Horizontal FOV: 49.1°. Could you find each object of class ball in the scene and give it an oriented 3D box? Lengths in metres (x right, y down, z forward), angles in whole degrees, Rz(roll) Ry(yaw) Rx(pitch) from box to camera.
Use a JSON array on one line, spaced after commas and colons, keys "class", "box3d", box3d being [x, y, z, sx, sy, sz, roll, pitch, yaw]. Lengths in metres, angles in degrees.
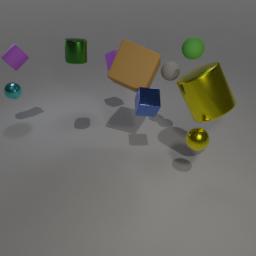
[{"class": "ball", "box3d": [2.075, 0.330, 8.360, 0.700, 0.700, 0.700, 0, 31, 0]}, {"class": "ball", "box3d": [-4.748, -1.529, 11.567, 0.700, 0.700, 0.700, 0, 31, 0]}, {"class": "ball", "box3d": [2.050, -2.510, 8.818, 0.700, 0.700, 0.700, 0, 31, 0]}, {"class": "ball", "box3d": [1.557, -2.087, 10.293, 0.700, 0.700, 0.700, 0, 31, 0]}]

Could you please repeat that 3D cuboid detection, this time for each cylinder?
[{"class": "cylinder", "box3d": [-4.180, -2.615, 10.393, 0.700, 0.700, 0.700, -48, 45, -5]}, {"class": "cylinder", "box3d": [-1.650, -2.446, 8.883, 0.700, 0.700, 0.700, 3, 25, -1]}, {"class": "cylinder", "box3d": [2.418, -1.107, 8.693, 1.400, 1.400, 1.400, -27, 15, 8]}]

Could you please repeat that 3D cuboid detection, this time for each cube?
[{"class": "cube", "box3d": [0.257, -2.105, 10.031, 1.400, 1.400, 1.400, 25, 4, 5]}, {"class": "cube", "box3d": [-0.459, -2.870, 11.847, 0.700, 0.700, 0.700, -15, 7, -36]}, {"class": "cube", "box3d": [0.635, -0.847, 9.216, 0.700, 0.700, 0.700, 5, 63, -10]}]
